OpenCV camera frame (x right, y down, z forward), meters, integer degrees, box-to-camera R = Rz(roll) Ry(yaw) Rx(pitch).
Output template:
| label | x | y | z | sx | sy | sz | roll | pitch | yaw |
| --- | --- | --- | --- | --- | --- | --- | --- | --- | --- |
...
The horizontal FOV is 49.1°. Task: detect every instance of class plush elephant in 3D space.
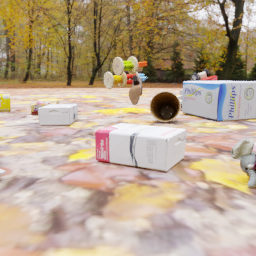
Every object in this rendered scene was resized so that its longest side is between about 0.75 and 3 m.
| label | x | y | z | sx | sy | sz | roll | pitch | yaw |
| --- | --- | --- | --- | --- | --- | --- | --- | --- | --- |
| plush elephant | 2.004 | 0.542 | 4.155 | 0.834 | 0.784 | 1.013 | 36 | 38 | -20 |

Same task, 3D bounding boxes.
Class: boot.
| label | x | y | z | sx | sy | sz | roll | pitch | yaw |
| --- | --- | --- | --- | --- | --- | --- | --- | --- | --- |
| boot | 0.322 | -1.255 | 9.596 | 0.407 | 1.157 | 0.846 | 2 | -10 | 14 |

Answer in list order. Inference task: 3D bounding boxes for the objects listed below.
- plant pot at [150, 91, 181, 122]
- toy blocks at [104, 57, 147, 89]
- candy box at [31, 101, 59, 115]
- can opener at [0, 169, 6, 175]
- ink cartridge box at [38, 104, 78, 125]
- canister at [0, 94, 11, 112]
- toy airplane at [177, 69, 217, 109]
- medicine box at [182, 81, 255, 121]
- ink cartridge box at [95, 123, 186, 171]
| label | x | y | z | sx | sy | sz | roll | pitch | yaw |
| --- | --- | --- | --- | --- | --- | --- | --- | --- | --- |
| plant pot | 1.440 | -0.702 | 10.611 | 1.115 | 1.115 | 1.196 | 2 | -6 | 11 |
| toy blocks | 0.176 | -2.317 | 11.649 | 1.985 | 0.721 | 1.654 | -12 | -21 | -35 |
| candy box | -3.844 | -0.950 | 13.141 | 1.031 | 0.499 | 1.767 | -1 | 11 | -6 |
| can opener | -2.431 | 0.630 | 4.659 | 1.123 | 0.373 | 0.296 | 2 | 10 | 39 |
| ink cartridge box | -2.504 | -0.519 | 10.239 | 1.096 | 0.643 | 1.497 | -1 | 11 | 1 |
| canister | -6.317 | -1.201 | 13.454 | 1.221 | 0.907 | 0.529 | -3 | 10 | -27 |
| toy airplane | 3.623 | -1.655 | 14.648 | 2.549 | 1.799 | 2.538 | -34 | -11 | 15 |
| medicine box | 4.213 | -1.257 | 11.955 | 2.896 | 1.491 | 2.638 | -4 | 11 | -19 |
| ink cartridge box | 0.268 | 0.323 | 5.491 | 1.488 | 0.628 | 1.077 | 5 | 11 | 28 |
